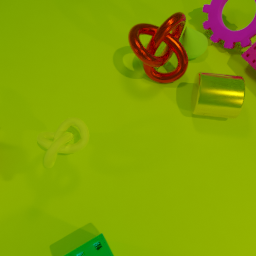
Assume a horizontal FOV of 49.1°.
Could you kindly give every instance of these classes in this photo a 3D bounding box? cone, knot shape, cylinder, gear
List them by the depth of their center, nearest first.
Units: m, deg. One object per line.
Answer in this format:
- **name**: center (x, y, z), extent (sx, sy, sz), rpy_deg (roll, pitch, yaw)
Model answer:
- **knot shape**: center (-1.583, 0.286, 6.434), extent (1.284, 0.593, 1.201), rpy_deg (-45, 34, -20)
- **cylinder**: center (2.313, -0.854, 7.336), extent (1.120, 1.120, 1.120), rpy_deg (7, 62, 3)
- **knot shape**: center (0.965, -2.081, 7.707), extent (1.937, 1.813, 0.895), rpy_deg (-30, 31, -20)
- **cone**: center (1.800, -2.675, 8.179), extent (0.932, 0.936, 0.932), rpy_deg (-7, 70, 20)
- **gear**: center (3.245, -3.410, 8.253), extent (2.034, 2.034, 0.376), rpy_deg (41, 33, 20)

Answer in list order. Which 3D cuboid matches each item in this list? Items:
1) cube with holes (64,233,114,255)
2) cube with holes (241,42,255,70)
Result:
- **cube with holes**: center (-0.678, 2.842, 5.400), extent (1.037, 1.037, 1.037), rpy_deg (-27, 65, -14)
- **cube with holes**: center (3.886, -1.987, 7.923), extent (0.789, 0.789, 0.789), rpy_deg (-47, 59, 26)
